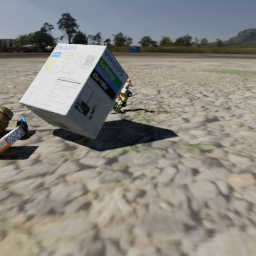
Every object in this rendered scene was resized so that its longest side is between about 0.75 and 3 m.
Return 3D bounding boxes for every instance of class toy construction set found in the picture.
[{"bbox_3d":[-0.293,-1.130,9.860,0.893,1.363,0.628,31,11,-47],"label":"toy construction set"}]

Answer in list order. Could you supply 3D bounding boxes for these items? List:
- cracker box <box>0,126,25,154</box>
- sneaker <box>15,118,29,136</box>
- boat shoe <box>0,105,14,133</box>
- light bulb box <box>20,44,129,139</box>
[{"bbox_3d":[-2.690,0.308,6.201,0.560,0.241,0.837,-35,13,10],"label":"cracker box"},{"bbox_3d":[-2.883,-0.002,7.430,0.336,0.376,0.917,-8,17,-10],"label":"sneaker"},{"bbox_3d":[-4.199,-0.295,7.534,2.219,0.798,0.755,5,61,22],"label":"boat shoe"},{"bbox_3d":[-1.361,-1.010,7.240,1.941,1.959,1.222,16,-20,37],"label":"light bulb box"}]
